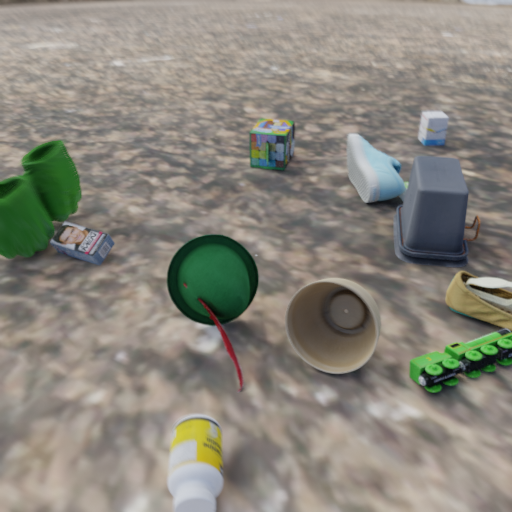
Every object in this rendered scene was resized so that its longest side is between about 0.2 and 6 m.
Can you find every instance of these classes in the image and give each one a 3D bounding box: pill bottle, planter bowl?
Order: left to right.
[{"bbox_3d":[-0.690,2.418,6.411,0.612,0.612,1.092,-2,32,-3],"label":"pill bottle"},{"bbox_3d":[1.241,0.926,8.302,1.374,1.374,0.925,15,19,23],"label":"planter bowl"}]

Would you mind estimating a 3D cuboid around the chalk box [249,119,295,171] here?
[{"bbox_3d":[0.382,-2.889,14.761,0.990,0.997,1.597,8,31,13],"label":"chalk box"}]

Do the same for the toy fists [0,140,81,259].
[{"bbox_3d":[-4.449,-1.081,11.236,0.978,1.449,2.843,-5,35,16],"label":"toy fists"}]

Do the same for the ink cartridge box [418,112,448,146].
[{"bbox_3d":[5.131,-3.698,16.250,0.602,0.824,0.605,-1,31,-2],"label":"ink cartridge box"}]

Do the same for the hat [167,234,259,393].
[{"bbox_3d":[-0.424,0.643,8.275,1.453,1.754,1.544,-40,20,-3],"label":"hat"}]

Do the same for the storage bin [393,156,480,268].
[{"bbox_3d":[3.658,-0.982,11.170,1.612,1.488,2.215,6,33,10],"label":"storage bin"}]

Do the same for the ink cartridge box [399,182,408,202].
[{"bbox_3d":[3.996,-1.427,12.927,1.182,0.398,0.692,-3,31,-6],"label":"ink cartridge box"}]

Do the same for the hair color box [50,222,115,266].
[{"bbox_3d":[-3.370,-0.248,10.860,1.111,0.337,0.550,15,61,24],"label":"hair color box"}]

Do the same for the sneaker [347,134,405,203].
[{"bbox_3d":[2.894,-2.136,13.633,1.085,0.979,2.648,-3,42,-4],"label":"sneaker"}]

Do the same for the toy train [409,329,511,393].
[{"bbox_3d":[3.123,1.476,8.189,2.018,0.421,0.569,-13,23,-21],"label":"toy train"}]

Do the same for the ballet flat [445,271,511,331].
[{"bbox_3d":[4.190,0.854,8.854,2.351,0.741,0.807,18,36,27],"label":"ballet flat"}]
